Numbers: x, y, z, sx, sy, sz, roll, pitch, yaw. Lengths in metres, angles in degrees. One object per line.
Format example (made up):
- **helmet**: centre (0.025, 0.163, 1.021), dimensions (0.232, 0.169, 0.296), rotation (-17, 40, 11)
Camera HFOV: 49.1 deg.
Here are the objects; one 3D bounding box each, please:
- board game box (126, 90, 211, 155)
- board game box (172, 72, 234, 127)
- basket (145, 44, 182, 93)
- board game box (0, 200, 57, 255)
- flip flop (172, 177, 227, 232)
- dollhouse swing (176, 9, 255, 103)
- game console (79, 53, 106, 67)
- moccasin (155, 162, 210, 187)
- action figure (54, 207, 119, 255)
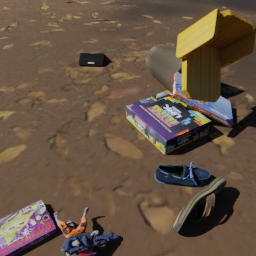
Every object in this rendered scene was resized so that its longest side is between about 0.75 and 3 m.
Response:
- **board game box**: centre (1.583, -0.363, 11.574), dimensions (2.268, 0.778, 2.743), rotation (-22, 44, -26)
- **board game box**: centre (3.168, -1.206, 11.812), dimensions (2.913, 0.283, 1.500), rotation (26, 44, -14)
- **basket**: centre (2.316, -2.988, 13.743), dimensions (2.620, 1.976, 2.906), rotation (-43, 42, -4)
- **board game box**: centre (-3.175, 2.955, 7.963), dimensions (1.980, 0.320, 1.188), rotation (-23, 49, -26)
- **flip flop**: centre (2.265, 2.310, 8.341), dimensions (2.458, 0.997, 0.708), rotation (-25, 60, -35)
- **dollhouse swing**: centre (3.258, -2.358, 9.945), dimensions (2.538, 2.307, 2.231), rotation (3, 72, -40)
- **game console**: centre (-2.067, -3.988, 16.463), dimensions (1.439, 0.837, 1.266), rotation (2, 70, 3)
- **moccasin**: centre (1.851, 1.554, 9.354), dimensions (1.865, 0.636, 0.750), rotation (-2, 40, -3)
- **action figure**: centre (-1.194, 3.036, 7.687), dimensions (1.693, 0.886, 1.638), rotation (10, 38, -33)
